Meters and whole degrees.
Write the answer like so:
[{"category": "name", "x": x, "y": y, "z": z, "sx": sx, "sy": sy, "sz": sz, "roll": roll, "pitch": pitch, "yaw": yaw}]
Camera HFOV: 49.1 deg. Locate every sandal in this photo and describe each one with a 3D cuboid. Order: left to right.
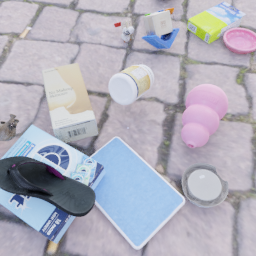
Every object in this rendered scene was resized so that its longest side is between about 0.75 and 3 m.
[{"category": "sandal", "x": -2.156, "y": 1.288, "z": 7.117, "sx": 2.884, "sy": 0.690, "sz": 1.084, "roll": 18, "pitch": 46, "yaw": 7}]

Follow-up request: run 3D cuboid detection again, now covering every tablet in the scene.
[{"category": "tablet", "x": -0.058, "y": 1.720, "z": 8.161, "sx": 1.948, "sy": 0.204, "sz": 2.994, "roll": -39, "pitch": 64, "yaw": -18}]

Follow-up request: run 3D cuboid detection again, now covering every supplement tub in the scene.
[{"category": "supplement tub", "x": 0.149, "y": -1.467, "z": 9.220, "sx": 1.041, "sy": 1.041, "sz": 1.442, "roll": 29, "pitch": 39, "yaw": 19}]

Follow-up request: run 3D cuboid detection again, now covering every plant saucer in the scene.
[{"category": "plant saucer", "x": 4.754, "y": -3.627, "z": 11.813, "sx": 1.498, "sy": 0.380, "sz": 1.498, "roll": 0, "pitch": 55, "yaw": 0}]

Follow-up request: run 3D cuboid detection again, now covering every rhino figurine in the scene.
[{"category": "rhino figurine", "x": -4.070, "y": 0.090, "z": 8.674, "sx": 1.809, "sy": 0.541, "sz": 0.791, "roll": -7, "pitch": 61, "yaw": 34}]

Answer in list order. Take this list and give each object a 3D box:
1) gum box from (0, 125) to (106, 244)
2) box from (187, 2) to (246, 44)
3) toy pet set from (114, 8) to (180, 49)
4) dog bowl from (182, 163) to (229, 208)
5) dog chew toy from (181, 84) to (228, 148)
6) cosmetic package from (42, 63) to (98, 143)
[{"category": "gum box", "x": -2.434, "y": 1.469, "z": 8.043, "sx": 2.762, "sy": 0.615, "sz": 2.347, "roll": 26, "pitch": 64, "yaw": 19}, {"category": "box", "x": 3.924, "y": -4.729, "z": 12.461, "sx": 2.285, "sy": 0.545, "sz": 1.394, "roll": -32, "pitch": 61, "yaw": -20}, {"category": "toy pet set", "x": 1.117, "y": -4.133, "z": 11.943, "sx": 2.610, "sy": 1.386, "sz": 2.437, "roll": -24, "pitch": 24, "yaw": -19}, {"category": "dog bowl", "x": 2.203, "y": 1.695, "z": 8.156, "sx": 1.334, "sy": 0.391, "sz": 1.334, "roll": 0, "pitch": 55, "yaw": 0}, {"category": "dog chew toy", "x": 2.375, "y": -0.346, "z": 9.049, "sx": 1.367, "sy": 1.367, "sz": 2.196, "roll": 21, "pitch": 65, "yaw": 14}, {"category": "cosmetic package", "x": -2.019, "y": -0.899, "z": 9.591, "sx": 1.407, "sy": 0.951, "sz": 2.675, "roll": -16, "pitch": 57, "yaw": -11}]
